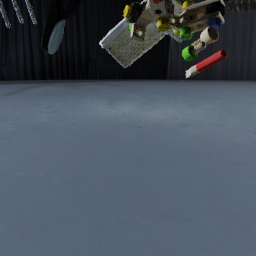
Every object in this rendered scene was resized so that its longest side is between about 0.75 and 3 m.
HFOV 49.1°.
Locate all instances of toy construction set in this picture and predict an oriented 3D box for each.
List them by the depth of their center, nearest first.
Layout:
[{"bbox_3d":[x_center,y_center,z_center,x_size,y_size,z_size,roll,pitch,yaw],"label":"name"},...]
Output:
[{"bbox_3d":[1.164,-2.668,7.386,2.360,2.830,2.175,-14,-7,-35],"label":"toy construction set"}]

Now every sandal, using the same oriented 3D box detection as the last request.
[{"bbox_3d":[-1.541,-3.058,7.050,0.625,2.611,0.981,25,34,2],"label":"sandal"}]

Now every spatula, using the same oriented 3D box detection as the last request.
[{"bbox_3d":[-3.305,-3.740,7.874,0.139,1.728,1.202,1,24,43],"label":"spatula"}]

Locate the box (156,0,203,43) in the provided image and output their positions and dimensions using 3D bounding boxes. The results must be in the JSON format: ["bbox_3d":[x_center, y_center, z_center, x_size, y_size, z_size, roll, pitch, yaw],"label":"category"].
[{"bbox_3d":[1.648,-3.520,8.974,1.043,0.595,1.134,32,-33,-8],"label":"box"}]

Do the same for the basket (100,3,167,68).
[{"bbox_3d":[0.300,-3.685,10.941,2.340,1.444,1.586,-34,20,28],"label":"basket"}]
